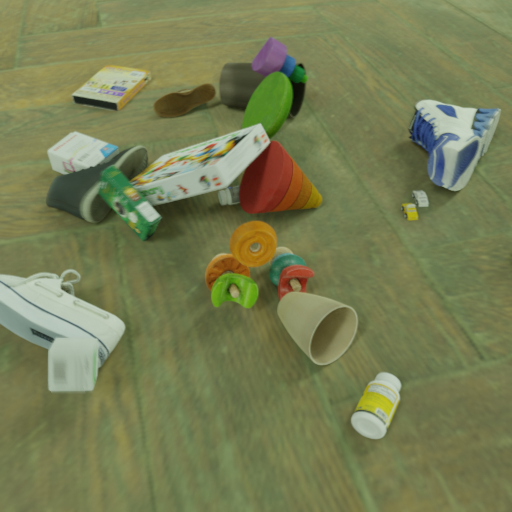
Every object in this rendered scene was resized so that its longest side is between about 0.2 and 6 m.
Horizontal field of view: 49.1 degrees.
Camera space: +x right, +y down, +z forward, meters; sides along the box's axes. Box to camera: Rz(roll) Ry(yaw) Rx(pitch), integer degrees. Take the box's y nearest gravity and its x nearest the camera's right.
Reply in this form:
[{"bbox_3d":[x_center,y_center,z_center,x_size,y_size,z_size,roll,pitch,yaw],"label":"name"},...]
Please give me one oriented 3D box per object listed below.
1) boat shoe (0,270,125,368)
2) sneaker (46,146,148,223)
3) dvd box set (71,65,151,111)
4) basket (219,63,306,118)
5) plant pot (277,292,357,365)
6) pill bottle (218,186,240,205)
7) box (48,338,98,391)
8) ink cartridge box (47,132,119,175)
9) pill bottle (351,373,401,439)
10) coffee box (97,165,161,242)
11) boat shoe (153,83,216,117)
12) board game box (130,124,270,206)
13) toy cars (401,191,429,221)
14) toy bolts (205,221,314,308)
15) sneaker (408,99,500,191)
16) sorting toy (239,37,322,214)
[{"bbox_3d":[-3.347,0.740,9.168,2.782,1.028,1.186,21,48,18],"label":"boat shoe"},{"bbox_3d":[-3.324,-1.707,11.837,1.242,0.875,2.339,16,46,19],"label":"sneaker"},{"bbox_3d":[-3.927,-4.621,15.311,1.393,0.280,1.904,13,45,13],"label":"dvd box set"},{"bbox_3d":[0.138,-4.309,14.304,1.926,1.310,1.737,10,30,16],"label":"basket"},{"bbox_3d":[0.876,1.022,8.997,1.027,1.027,1.096,-28,38,-26],"label":"plant pot"},{"bbox_3d":[-0.447,-1.272,11.741,0.646,0.368,0.368,-13,45,-14],"label":"pill bottle"},{"bbox_3d":[-2.600,1.541,7.987,0.615,0.612,0.527,2,11,-10],"label":"box"},{"bbox_3d":[-3.844,-2.187,12.547,1.285,0.544,0.929,23,50,19],"label":"ink cartridge box"},{"bbox_3d":[1.760,2.139,8.080,0.501,0.501,0.892,22,47,21],"label":"pill bottle"},{"bbox_3d":[-2.425,-0.992,10.652,1.375,0.845,0.302,47,59,3],"label":"coffee box"},{"bbox_3d":[-1.888,-4.042,14.593,1.675,0.604,0.603,-25,17,-10],"label":"boat shoe"},{"bbox_3d":[-1.301,-1.706,11.104,2.820,0.488,1.780,-8,30,37],"label":"board game box"},{"bbox_3d":[3.325,-1.107,11.674,0.458,0.226,1.021,26,49,24],"label":"toy cars"},{"bbox_3d":[0.086,0.033,9.687,1.769,1.690,1.227,7,27,-19],"label":"toy bolts"},{"bbox_3d":[4.167,-2.621,12.669,1.807,1.264,3.130,21,41,26],"label":"sneaker"},{"bbox_3d":[0.719,-2.685,12.087,1.570,1.580,4.558,20,56,-29],"label":"sorting toy"}]
